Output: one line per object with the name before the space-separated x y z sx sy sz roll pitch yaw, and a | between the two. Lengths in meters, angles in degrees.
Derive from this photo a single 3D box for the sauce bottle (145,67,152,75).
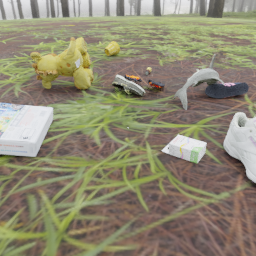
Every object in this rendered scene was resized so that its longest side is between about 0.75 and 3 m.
sauce bottle | 1.192 -3.363 16.564 0.290 0.290 0.879 7 27 14

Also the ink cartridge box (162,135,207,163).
ink cartridge box | 1.737 0.600 8.748 1.209 0.407 0.708 17 32 29

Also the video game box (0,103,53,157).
video game box | -4.053 -0.045 9.536 2.469 0.634 2.710 7 27 -6

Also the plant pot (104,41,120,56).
plant pot | -1.221 -5.758 20.612 0.944 0.944 0.888 23 50 38

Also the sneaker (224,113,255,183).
sneaker | 3.630 0.580 7.672 1.091 1.452 2.915 -8 30 -15

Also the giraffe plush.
giraffe plush | -3.285 -3.014 13.802 2.432 2.587 2.999 -9 9 9

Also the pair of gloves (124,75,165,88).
pair of gloves | 0.850 -2.382 14.078 2.046 0.253 1.823 17 15 9

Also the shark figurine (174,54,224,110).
shark figurine | 3.513 -2.038 12.481 3.205 1.915 1.338 -23 50 -37

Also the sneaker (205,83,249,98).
sneaker | 4.566 -1.769 13.263 2.023 0.710 0.830 -2 7 -3

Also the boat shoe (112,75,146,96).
boat shoe | 0.016 -1.949 13.513 1.918 0.685 0.573 32 84 33

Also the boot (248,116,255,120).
boot | 4.628 -0.249 10.406 1.128 0.406 0.872 18 33 20
